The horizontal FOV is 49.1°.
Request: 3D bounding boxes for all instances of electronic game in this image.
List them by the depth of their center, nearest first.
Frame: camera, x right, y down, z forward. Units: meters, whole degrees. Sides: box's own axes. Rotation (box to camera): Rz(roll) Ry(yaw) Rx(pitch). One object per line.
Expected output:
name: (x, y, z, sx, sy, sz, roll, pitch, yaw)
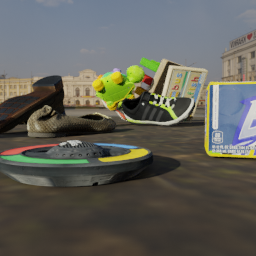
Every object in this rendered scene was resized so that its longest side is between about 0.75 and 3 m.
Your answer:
electronic game: (-0.411, 0.229, 2.268, 1.228, 0.256, 1.228, 0, 4, 0)

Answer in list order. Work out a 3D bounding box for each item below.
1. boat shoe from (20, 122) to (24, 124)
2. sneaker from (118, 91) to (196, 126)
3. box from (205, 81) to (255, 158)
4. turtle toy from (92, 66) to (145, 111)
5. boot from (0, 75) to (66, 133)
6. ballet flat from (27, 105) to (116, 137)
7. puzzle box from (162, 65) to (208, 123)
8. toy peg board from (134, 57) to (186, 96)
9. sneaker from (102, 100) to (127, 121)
boat shoe: (-4.691, -0.618, 11.966, 0.824, 0.876, 2.300, 0, 3, 0)
sneaker: (0.877, -0.733, 9.722, 2.804, 1.006, 1.161, -8, -44, 31)
box: (2.021, -0.093, 2.954, 2.326, 0.815, 0.748, 1, 3, 14)
turtle toy: (-0.330, -1.733, 11.066, 2.147, 1.085, 1.565, -20, -45, 14)
boot: (-2.428, -0.294, 7.422, 1.027, 1.333, 2.749, 5, 33, 22)
ballet flat: (-1.124, -0.180, 6.308, 0.899, 0.619, 2.669, 3, 4, 32)
puzzle box: (2.140, -1.304, 11.308, 1.576, 2.369, 0.301, 2, 31, -16)
toy peg board: (1.326, -1.834, 13.077, 1.405, 2.861, 2.873, 34, 21, 29)
sneaker: (-0.078, -1.087, 13.144, 1.048, 0.986, 2.560, -32, -31, 26)
